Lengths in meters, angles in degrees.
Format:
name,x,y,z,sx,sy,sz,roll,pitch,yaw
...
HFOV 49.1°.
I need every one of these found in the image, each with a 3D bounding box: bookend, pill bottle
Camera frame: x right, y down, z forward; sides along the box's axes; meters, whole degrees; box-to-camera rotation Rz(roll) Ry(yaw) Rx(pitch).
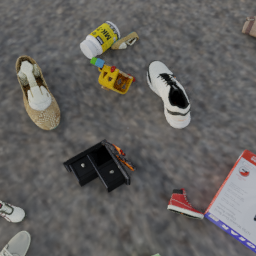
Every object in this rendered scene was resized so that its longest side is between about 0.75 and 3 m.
name,x,y,z,sx,sy,sz,roll,pitch,yaw
bookend,-0.872,1.285,7.901,1.394,0.642,1.385,-28,66,-14
pill bottle,-1.016,-3.171,10.169,0.788,0.788,1.378,38,69,18

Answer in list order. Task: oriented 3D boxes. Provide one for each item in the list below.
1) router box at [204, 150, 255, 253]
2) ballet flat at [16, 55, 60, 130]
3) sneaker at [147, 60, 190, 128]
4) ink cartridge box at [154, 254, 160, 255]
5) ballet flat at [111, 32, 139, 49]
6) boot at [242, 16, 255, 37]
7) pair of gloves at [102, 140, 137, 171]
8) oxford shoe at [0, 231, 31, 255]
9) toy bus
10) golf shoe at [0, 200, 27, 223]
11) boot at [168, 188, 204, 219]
name,x,y,z,sx,sy,sz,roll,pitch,yaw
router box,3.674,2.148,7.462,2.460,0.601,2.207,34,67,16
ballet flat,-3.032,-1.230,9.057,1.012,0.937,2.870,-26,66,-14
sneaker,1.371,-1.313,9.061,0.963,1.045,2.612,-20,63,-8
ink cartridge box,0.405,4.458,6.239,1.867,0.615,2.565,-21,64,-10
ballet flat,-0.079,-3.189,10.411,1.183,0.406,0.373,-37,80,-17
boot,4.923,-3.617,10.602,1.149,0.552,1.571,14,62,15
pair of gloves,-0.252,0.770,7.741,0.140,1.136,1.012,-48,36,-15
oxford shoe,-3.031,3.259,6.987,0.562,0.432,1.495,31,64,19
toy bus,-0.583,-1.640,9.324,1.455,1.542,0.797,25,95,5
golf shoe,-3.272,2.220,7.509,1.097,0.483,0.424,18,63,8
boot,1.648,2.044,7.681,0.974,0.353,0.703,17,62,13
